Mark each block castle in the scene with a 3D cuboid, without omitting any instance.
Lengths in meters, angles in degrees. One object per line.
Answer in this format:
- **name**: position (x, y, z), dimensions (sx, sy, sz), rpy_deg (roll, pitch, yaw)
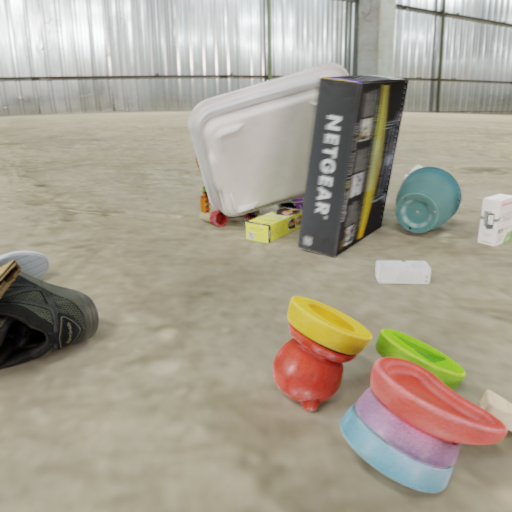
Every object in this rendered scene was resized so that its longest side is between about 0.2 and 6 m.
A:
- **block castle**: position (-0.659, -1.928, 13.997), dimensions (1.496, 2.239, 1.050), rpy_deg (-15, 17, -39)

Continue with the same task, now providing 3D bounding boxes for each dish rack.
- **dish rack**: position (0.562, -2.407, 12.840), dimensions (3.757, 3.224, 0.818), rpy_deg (-17, 46, -4)

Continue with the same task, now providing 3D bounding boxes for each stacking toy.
- **stacking toy**: position (1.528, 1.637, 6.218), dimensions (2.371, 1.106, 2.619), rpy_deg (20, 11, -31)

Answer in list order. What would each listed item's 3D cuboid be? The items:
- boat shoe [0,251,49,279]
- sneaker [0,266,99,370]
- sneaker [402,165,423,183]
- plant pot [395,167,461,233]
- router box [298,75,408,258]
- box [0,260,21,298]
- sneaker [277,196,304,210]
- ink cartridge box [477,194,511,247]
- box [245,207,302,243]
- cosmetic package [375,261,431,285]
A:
- **boat shoe**: position (-4.649, 0.275, 9.958), dimensions (1.794, 0.646, 0.557), rpy_deg (-16, 23, -33)
- **sneaker**: position (-3.653, 0.814, 7.813), dimensions (2.550, 0.975, 1.460), rpy_deg (14, 16, 21)
- **sneaker**: position (4.936, -2.067, 16.705), dimensions (0.964, 0.915, 2.396), rpy_deg (19, 29, 19)
- **plant pot**: position (3.946, -1.206, 13.213), dimensions (1.467, 1.467, 1.378), rpy_deg (10, 28, 27)
- **router box**: position (2.130, -2.044, 12.176), dimensions (0.927, 3.550, 2.791), rpy_deg (18, 25, 28)
- **box**: position (-4.058, 0.902, 7.101), dimensions (1.978, 0.210, 1.617), rpy_deg (-28, 23, 9)
- **sneaker**: position (1.629, -1.284, 14.470), dimensions (2.225, 0.806, 1.268), rpy_deg (2, 23, 29)
- **ink cartridge box**: position (5.367, -0.813, 12.483), dimensions (0.753, 1.035, 0.435), rpy_deg (-16, 24, -38)
- **box**: position (0.482, -0.754, 13.255), dimensions (0.652, 0.434, 1.734), rpy_deg (11, 22, 31)
- **cosmetic package**: position (2.694, 0.297, 10.327), dimensions (0.921, 0.341, 0.468), rpy_deg (2, 17, 1)
